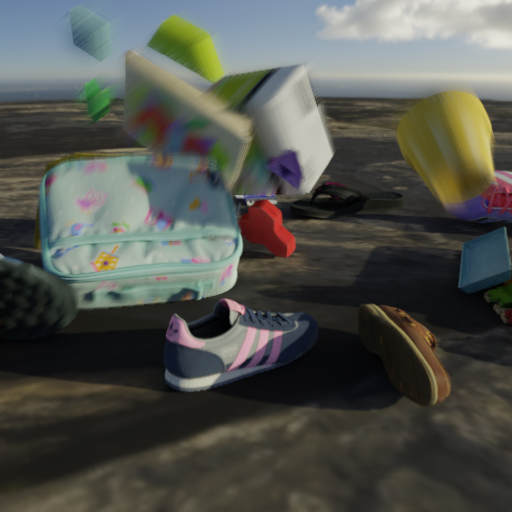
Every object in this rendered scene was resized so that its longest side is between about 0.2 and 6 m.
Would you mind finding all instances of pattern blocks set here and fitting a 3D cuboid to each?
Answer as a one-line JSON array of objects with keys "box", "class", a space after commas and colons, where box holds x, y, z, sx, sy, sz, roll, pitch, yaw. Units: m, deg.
[{"box": [-1.206, -1.996, 9.182, 4.506, 3.961, 0.365, 30, 58, 19], "class": "pattern blocks set"}]

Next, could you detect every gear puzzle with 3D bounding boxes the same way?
[{"box": [4.022, 0.648, 7.594, 1.513, 0.382, 2.920, 1, 20, 3], "class": "gear puzzle"}]

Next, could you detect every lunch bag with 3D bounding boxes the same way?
[{"box": [-1.630, -0.376, 8.261, 2.889, 1.114, 2.317, -6, 52, -14], "class": "lunch bag"}]

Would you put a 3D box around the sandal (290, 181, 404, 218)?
[{"box": [2.035, -1.371, 12.730, 2.884, 0.690, 1.084, -9, 22, -23], "class": "sandal"}]

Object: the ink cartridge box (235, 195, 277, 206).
[{"box": [-0.079, -1.444, 13.632, 0.982, 0.213, 0.972, -2, 20, -11], "class": "ink cartridge box"}]

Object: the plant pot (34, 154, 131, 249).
[{"box": [-3.100, -1.093, 10.708, 1.764, 1.556, 1.764, 3, 20, 10], "class": "plant pot"}]

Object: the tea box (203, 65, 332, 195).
[{"box": [0.097, -2.038, 9.371, 1.718, 1.747, 1.167, 3, 44, 35], "class": "tea box"}]

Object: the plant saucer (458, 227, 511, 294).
[{"box": [3.728, 0.054, 9.093, 0.785, 0.213, 2.246, -25, 9, 27], "class": "plant saucer"}]

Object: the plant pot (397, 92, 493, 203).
[{"box": [2.566, -1.347, 7.396, 1.177, 1.177, 1.108, -2, 57, -6], "class": "plant pot"}]

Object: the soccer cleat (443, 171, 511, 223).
[{"box": [5.536, -1.022, 11.221, 3.355, 1.119, 1.283, 8, 18, 10], "class": "soccer cleat"}]

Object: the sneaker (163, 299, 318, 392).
[{"box": [-0.084, 0.846, 6.374, 2.051, 0.841, 0.719, -15, 24, -35], "class": "sneaker"}]

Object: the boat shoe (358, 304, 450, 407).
[{"box": [1.707, 0.994, 6.235, 0.624, 0.665, 1.848, -5, 18, -8], "class": "boat shoe"}]

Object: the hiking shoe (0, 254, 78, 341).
[{"box": [-3.578, 0.297, 7.475, 2.931, 1.090, 1.271, 10, 18, 13], "class": "hiking shoe"}]
